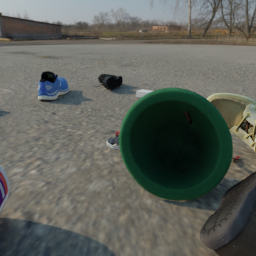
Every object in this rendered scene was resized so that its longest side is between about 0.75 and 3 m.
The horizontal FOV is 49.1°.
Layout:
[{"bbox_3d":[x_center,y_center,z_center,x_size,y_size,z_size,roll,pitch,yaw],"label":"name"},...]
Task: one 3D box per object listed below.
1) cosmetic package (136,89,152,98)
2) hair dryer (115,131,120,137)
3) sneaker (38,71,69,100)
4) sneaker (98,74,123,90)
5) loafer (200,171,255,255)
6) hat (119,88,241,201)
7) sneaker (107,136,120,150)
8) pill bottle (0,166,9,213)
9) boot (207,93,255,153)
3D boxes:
[{"bbox_3d":[1.025,-1.484,12.643,1.252,0.317,0.517,15,25,36],"label":"cosmetic package"},{"bbox_3d":[0.359,0.273,7.729,1.670,0.454,1.272,11,26,32],"label":"hair dryer"},{"bbox_3d":[-3.454,-2.115,13.142,1.027,1.165,2.614,1,20,4],"label":"sneaker"},{"bbox_3d":[-1.118,-2.483,14.873,1.231,0.709,2.360,8,17,21],"label":"sneaker"},{"bbox_3d":[2.028,1.383,4.446,2.689,0.982,0.955,-21,67,-48],"label":"loafer"},{"bbox_3d":[1.144,0.337,6.243,2.059,2.486,2.188,-34,-1,13],"label":"hat"},{"bbox_3d":[-0.138,0.358,7.546,1.125,0.447,0.441,16,27,40],"label":"sneaker"},{"bbox_3d":[-2.526,1.312,3.694,1.317,1.317,2.343,-2,20,-6],"label":"pill bottle"},{"bbox_3d":[3.017,0.179,6.537,2.713,0.978,2.098,27,28,5],"label":"boot"}]
